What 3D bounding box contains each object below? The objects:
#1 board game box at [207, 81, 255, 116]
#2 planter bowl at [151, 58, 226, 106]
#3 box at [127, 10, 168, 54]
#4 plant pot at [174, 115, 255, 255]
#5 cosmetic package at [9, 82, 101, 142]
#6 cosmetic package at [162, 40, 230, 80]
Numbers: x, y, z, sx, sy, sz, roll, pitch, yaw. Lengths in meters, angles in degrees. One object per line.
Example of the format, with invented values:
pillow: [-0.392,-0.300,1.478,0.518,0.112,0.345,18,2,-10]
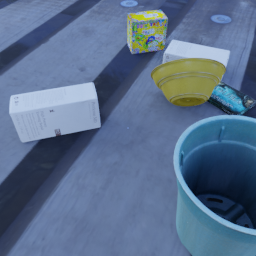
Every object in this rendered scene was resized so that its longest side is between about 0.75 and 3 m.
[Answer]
board game box: [3.762,-1.150,10.695,1.231,0.256,1.820,-30,53,-26]
planter bowl: [2.102,-1.417,9.847,2.613,2.613,1.088,1,79,1]
box: [0.858,-4.459,13.033,1.638,1.578,0.999,-10,46,-10]
plant pot: [2.234,1.632,6.222,2.757,2.701,2.757,0,45,0]
cosmetic package: [-2.334,-0.523,9.310,2.701,1.373,1.000,-11,46,-9]
cosmetic package: [2.876,-2.867,11.938,2.558,0.947,1.300,18,48,15]
